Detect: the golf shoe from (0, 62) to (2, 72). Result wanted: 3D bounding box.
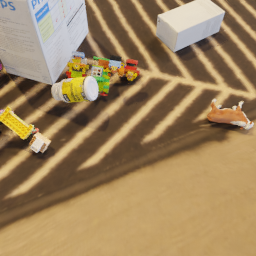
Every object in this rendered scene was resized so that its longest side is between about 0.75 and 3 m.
[{"bbox_3d":[-5.126,-1.771,7.655,2.866,1.040,1.319,-15,48,-43],"label":"golf shoe"}]

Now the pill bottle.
[{"bbox_3d":[-1.384,-0.978,7.236,1.109,0.617,0.617,-2,54,23],"label":"pill bottle"}]

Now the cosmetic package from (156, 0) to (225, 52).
[{"bbox_3d":[2.010,-3.416,9.156,1.966,0.834,1.058,-27,62,-16],"label":"cosmetic package"}]

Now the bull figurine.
[{"bbox_3d":[2.720,-0.357,7.401,1.218,0.396,0.739,10,55,5],"label":"bull figurine"}]

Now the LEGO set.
[{"bbox_3d":[-3.101,-0.025,7.107,2.421,0.901,1.114,4,91,-3],"label":"LEGO set"}]

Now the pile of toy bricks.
[{"bbox_3d":[-0.721,-1.425,7.858,2.103,1.167,1.038,7,90,-6],"label":"pile of toy bricks"}]

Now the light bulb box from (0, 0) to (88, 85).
[{"bbox_3d":[-2.505,-3.227,7.898,1.703,2.728,2.704,16,57,10],"label":"light bulb box"}]
